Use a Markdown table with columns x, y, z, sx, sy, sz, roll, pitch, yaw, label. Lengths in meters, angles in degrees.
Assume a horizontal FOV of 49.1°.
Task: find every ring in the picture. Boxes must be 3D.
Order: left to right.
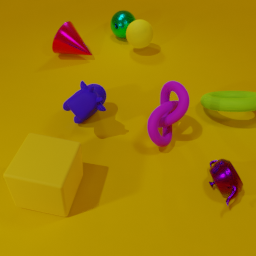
| x | y | z | sx | sy | sz | roll | pitch | yaw | label |
| --- | --- | --- | --- | --- | --- | --- | --- | --- | --- |
| 2.729 | -0.717 | 7.300 | 1.631 | 0.326 | 1.631 | -3 | 15 | 1 | ring |

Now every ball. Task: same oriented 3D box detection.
| x | y | z | sx | sy | sz | roll | pitch | yaw | label |
| --- | --- | --- | --- | --- | --- | --- | --- | --- | --- |
| -0.170 | -3.892 | 10.529 | 0.999 | 0.999 | 0.999 | 0 | 44 | 0 | ball |
| 0.408 | -3.235 | 9.663 | 0.946 | 0.946 | 0.946 | 0 | 44 | 0 | ball |

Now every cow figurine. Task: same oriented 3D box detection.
| x | y | z | sx | sy | sz | roll | pitch | yaw | label |
| --- | --- | --- | --- | --- | --- | --- | --- | --- | --- |
| -0.940 | -0.698 | 6.859 | 0.851 | 1.525 | 1.550 | 51 | 44 | -9 | cow figurine |

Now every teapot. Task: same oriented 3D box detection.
| x | y | z | sx | sy | sz | roll | pitch | yaw | label |
| --- | --- | --- | --- | --- | --- | --- | --- | --- | --- |
| 1.953 | 1.057 | 5.693 | 0.596 | 0.757 | 1.218 | -29 | 31 | 12 | teapot |

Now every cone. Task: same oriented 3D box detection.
| x | y | z | sx | sy | sz | roll | pitch | yaw | label |
| --- | --- | --- | --- | --- | --- | --- | --- | --- | --- |
| -1.724 | -2.778 | 9.525 | 1.197 | 1.193 | 1.193 | 32 | 50 | 4 | cone |

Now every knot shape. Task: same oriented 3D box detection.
| x | y | z | sx | sy | sz | roll | pitch | yaw | label |
| --- | --- | --- | --- | --- | --- | --- | --- | --- | --- |
| 0.873 | -0.237 | 6.570 | 0.698 | 1.511 | 1.414 | 24 | 64 | 3 | knot shape |

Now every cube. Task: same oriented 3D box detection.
| x | y | z | sx | sy | sz | roll | pitch | yaw | label |
| --- | --- | --- | --- | --- | --- | --- | --- | --- | --- |
| -1.562 | 0.910 | 5.469 | 1.075 | 1.075 | 1.075 | 11 | 45 | 5 | cube |
